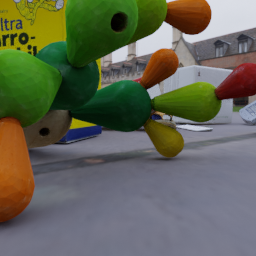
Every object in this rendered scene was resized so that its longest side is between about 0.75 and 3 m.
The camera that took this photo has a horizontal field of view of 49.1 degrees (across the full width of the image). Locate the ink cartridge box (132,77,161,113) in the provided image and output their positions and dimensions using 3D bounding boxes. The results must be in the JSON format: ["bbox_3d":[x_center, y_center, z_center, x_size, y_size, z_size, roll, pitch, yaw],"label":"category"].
[{"bbox_3d":[-0.169,-0.557,6.665,1.760,0.737,1.270,-16,-2,20],"label":"ink cartridge box"}]

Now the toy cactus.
[{"bbox_3d":[-0.552,-0.168,2.378,2.973,1.520,2.453,-6,-12,-33],"label":"toy cactus"}]

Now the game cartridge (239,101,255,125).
[{"bbox_3d":[3.855,-0.472,8.519,0.799,0.249,1.200,-38,11,17],"label":"game cartridge"}]

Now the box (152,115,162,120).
[{"bbox_3d":[1.776,-0.542,12.144,1.418,0.379,2.342,0,3,11],"label":"box"}]

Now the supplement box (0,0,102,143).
[{"bbox_3d":[-1.314,-1.102,4.496,1.388,2.550,1.397,0,4,16],"label":"supplement box"}]

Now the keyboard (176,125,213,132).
[{"bbox_3d":[1.509,-0.003,6.630,0.390,0.074,1.385,-1,4,-11],"label":"keyboard"}]

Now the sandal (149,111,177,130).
[{"bbox_3d":[0.787,-0.194,6.448,0.703,0.473,1.750,1,4,13],"label":"sandal"}]

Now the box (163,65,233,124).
[{"bbox_3d":[2.248,-1.012,9.045,1.741,1.749,1.498,-1,3,-31],"label":"box"}]
